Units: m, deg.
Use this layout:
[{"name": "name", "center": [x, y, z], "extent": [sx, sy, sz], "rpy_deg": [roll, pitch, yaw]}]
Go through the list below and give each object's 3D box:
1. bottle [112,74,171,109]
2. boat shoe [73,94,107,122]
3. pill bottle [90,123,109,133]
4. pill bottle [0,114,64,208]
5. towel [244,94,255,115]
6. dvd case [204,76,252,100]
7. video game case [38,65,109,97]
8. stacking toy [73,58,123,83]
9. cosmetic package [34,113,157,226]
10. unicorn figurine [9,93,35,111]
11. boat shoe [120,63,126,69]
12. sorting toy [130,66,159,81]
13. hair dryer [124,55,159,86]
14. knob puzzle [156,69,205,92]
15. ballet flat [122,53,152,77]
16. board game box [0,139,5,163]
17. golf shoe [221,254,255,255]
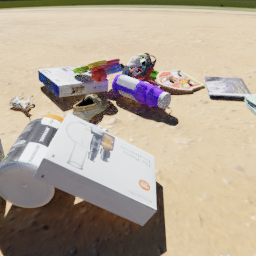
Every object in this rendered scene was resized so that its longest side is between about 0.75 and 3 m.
[{"name": "bottle", "center": [0.570, -1.568, 12.129], "extent": [2.803, 0.915, 1.171], "rpy_deg": [26, 4, 39]}, {"name": "boat shoe", "center": [-1.496, -0.983, 11.459], "extent": [0.852, 0.764, 2.303], "rpy_deg": [10, 31, 17]}, {"name": "pill bottle", "center": [-1.176, 0.135, 9.758], "extent": [0.940, 0.528, 0.528], "rpy_deg": [13, 32, 20]}, {"name": "pill bottle", "center": [-2.425, 0.685, 7.797], "extent": [1.500, 1.500, 2.824], "rpy_deg": [1, 31, 1]}, {"name": "towel", "center": [6.071, -0.848, 11.474], "extent": [1.878, 0.528, 2.195], "rpy_deg": [-3, 30, -4]}, {"name": "dvd case", "center": [4.870, -2.026, 13.845], "extent": [1.950, 0.210, 2.623], "rpy_deg": [5, 30, 7]}, {"name": "video game case", "center": [-2.738, -2.363, 13.835], "extent": [2.527, 0.634, 2.788], "rpy_deg": [-14, 33, -31]}, {"name": "stacking toy", "center": [-1.431, -2.656, 13.567], "extent": [2.019, 0.942, 2.230], "rpy_deg": [-8, 12, 33]}, {"name": "cosmetic package", "center": [-0.624, 0.937, 6.980], "extent": [2.764, 0.714, 2.084], "rpy_deg": [27, 30, -12]}, {"name": "unicorn figurine", "center": [-4.442, -1.065, 11.957], "extent": [1.459, 0.539, 1.002], "rpy_deg": [-4, 37, 22]}, {"name": "boat shoe", "center": [-0.438, -3.684, 16.619], "extent": [0.996, 0.323, 0.365], "rpy_deg": [4, 30, 6]}, {"name": "sorting toy", "center": [0.843, -2.732, 14.804], "extent": [1.626, 0.667, 0.977], "rpy_deg": [7, 44, -12]}, {"name": "hair dryer", "center": [0.909, -2.380, 13.207], "extent": [1.569, 2.060, 0.559], "rpy_deg": [-26, 58, 15]}, {"name": "knob puzzle", "center": [2.429, -2.463, 14.068], "extent": [2.476, 0.343, 2.476], "rpy_deg": [6, 36, -5]}, {"name": "ballet flat", "center": [0.511, -3.642, 15.870], "extent": [1.070, 1.070, 2.928], "rpy_deg": [16, 34, 26]}, {"name": "board game box", "center": [-3.956, 1.388, 6.599], "extent": [1.466, 1.493, 2.847], "rpy_deg": [-5, 31, -9]}, {"name": "golf shoe", "center": [2.399, 2.827, 4.957], "extent": [2.469, 0.967, 1.200], "rpy_deg": [-10, 48, -6]}]
